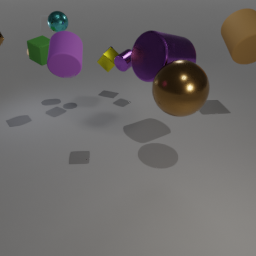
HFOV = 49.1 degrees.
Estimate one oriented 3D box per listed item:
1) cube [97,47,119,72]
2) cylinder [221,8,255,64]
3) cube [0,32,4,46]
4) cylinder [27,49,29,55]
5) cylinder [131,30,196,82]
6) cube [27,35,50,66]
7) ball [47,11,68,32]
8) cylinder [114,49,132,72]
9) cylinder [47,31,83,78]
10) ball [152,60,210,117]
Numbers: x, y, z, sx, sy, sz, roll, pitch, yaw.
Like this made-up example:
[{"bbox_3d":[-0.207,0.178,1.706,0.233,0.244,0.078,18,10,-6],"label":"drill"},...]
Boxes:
[{"bbox_3d":[-0.846,-3.118,12.749,0.700,0.700,0.700,-33,19,51],"label":"cube"},{"bbox_3d":[4.211,-3.258,10.019,1.400,1.400,1.400,-3,56,-6],"label":"cylinder"},{"bbox_3d":[-4.340,-2.750,8.470,0.700,0.700,0.700,56,30,13],"label":"cube"},{"bbox_3d":[-3.547,-3.042,11.242,0.700,0.700,0.700,27,-3,40],"label":"cylinder"},{"bbox_3d":[1.045,-2.050,8.248,1.400,1.400,1.400,-7,26,-43],"label":"cylinder"},{"bbox_3d":[-3.028,-2.739,9.885,0.700,0.700,0.700,30,47,24],"label":"cube"},{"bbox_3d":[-2.405,-3.649,9.629,0.700,0.700,0.700,0,29,0],"label":"ball"},{"bbox_3d":[-0.091,-2.778,11.492,0.700,0.700,0.700,21,48,33],"label":"cylinder"},{"bbox_3d":[-1.316,-1.542,5.895,0.700,0.700,0.700,-2,56,-4],"label":"cylinder"},{"bbox_3d":[1.297,-0.975,6.950,1.400,1.400,1.400,0,29,0],"label":"ball"}]
